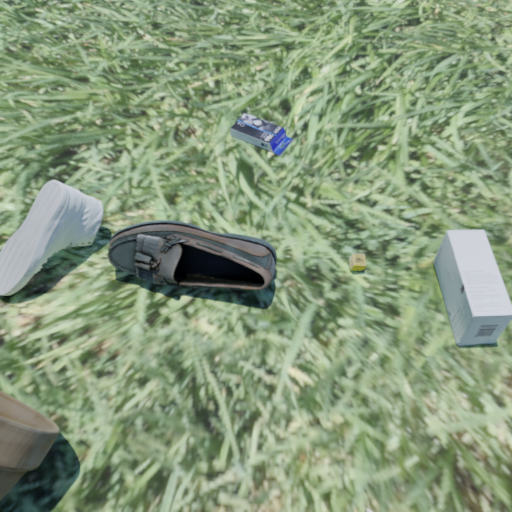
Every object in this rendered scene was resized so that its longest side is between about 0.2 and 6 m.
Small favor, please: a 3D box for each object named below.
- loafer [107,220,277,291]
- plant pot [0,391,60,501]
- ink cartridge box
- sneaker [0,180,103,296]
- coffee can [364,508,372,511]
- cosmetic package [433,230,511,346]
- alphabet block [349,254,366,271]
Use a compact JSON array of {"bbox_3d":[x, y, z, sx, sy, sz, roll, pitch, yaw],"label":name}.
[{"bbox_3d":[-1.113,0.058,9.429,2.935,1.055,0.923,4,28,1],"label":"loafer"},{"bbox_3d":[-4.277,2.639,6.861,2.742,2.742,2.380,23,72,16],"label":"plant pot"},{"bbox_3d":[0.123,-2.644,12.118,1.270,0.249,0.632,25,56,17],"label":"ink cartridge box"},{"bbox_3d":[-3.556,-0.163,9.853,0.825,1.293,2.238,42,100,27],"label":"sneaker"},{"bbox_3d":[1.784,3.861,6.644,1.454,1.064,1.064,23,56,17],"label":"coffee can"},{"bbox_3d":[3.553,0.496,9.284,0.696,0.967,1.714,-2,51,-3],"label":"cosmetic package"},{"bbox_3d":[1.799,0.113,9.958,0.233,0.232,0.238,2,66,-10],"label":"alphabet block"}]
